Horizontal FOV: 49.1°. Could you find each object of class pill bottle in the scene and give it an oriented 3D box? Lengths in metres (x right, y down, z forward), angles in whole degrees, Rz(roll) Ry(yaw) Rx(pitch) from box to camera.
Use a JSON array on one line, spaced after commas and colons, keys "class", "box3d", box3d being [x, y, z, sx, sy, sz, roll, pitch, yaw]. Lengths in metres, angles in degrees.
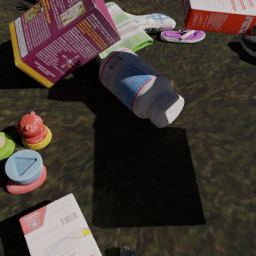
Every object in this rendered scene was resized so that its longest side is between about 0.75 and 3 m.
[{"class": "pill bottle", "box3d": [0.375, -1.170, 8.195, 1.361, 1.361, 2.503, -33, 60, -22]}]

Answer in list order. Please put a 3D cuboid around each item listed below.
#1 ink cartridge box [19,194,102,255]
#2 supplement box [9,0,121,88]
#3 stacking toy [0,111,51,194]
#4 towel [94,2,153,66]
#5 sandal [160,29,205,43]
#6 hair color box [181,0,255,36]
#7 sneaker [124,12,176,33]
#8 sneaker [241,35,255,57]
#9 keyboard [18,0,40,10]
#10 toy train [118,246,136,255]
[{"class": "ink cartridge box", "box3d": [-1.260, 2.601, 5.771, 1.229, 0.712, 2.110, -24, 55, -17]}, {"class": "supplement box", "box3d": [-1.989, -2.963, 8.651, 2.928, 1.511, 1.917, -29, 59, 15]}, {"class": "stacking toy", "box3d": [-3.019, 0.579, 7.186, 1.872, 0.873, 2.068, -6, 53, -5]}, {"class": "towel", "box3d": [-0.657, -3.273, 9.479, 1.977, 0.407, 2.650, -31, 57, -10]}, {"class": "sandal", "box3d": [2.097, -3.537, 10.548, 1.715, 0.422, 0.698, -5, 53, -4]}, {"class": "hair color box", "box3d": [2.130, -2.613, 6.250, 1.738, 0.556, 0.964, 4, 55, -3]}, {"class": "sneaker", "box3d": [0.560, -3.832, 10.602, 2.481, 0.892, 0.899, 1, 79, -3]}, {"class": "sneaker", "box3d": [5.051, -2.872, 9.733, 2.200, 0.931, 0.819, 37, 60, 24]}, {"class": "keyboard", "box3d": [-3.519, -5.353, 12.010, 2.816, 0.290, 1.789, 28, 58, 20]}, {"class": "toy train", "box3d": [-0.262, 3.375, 5.447, 0.470, 0.350, 2.053, 23, 55, 2]}]
